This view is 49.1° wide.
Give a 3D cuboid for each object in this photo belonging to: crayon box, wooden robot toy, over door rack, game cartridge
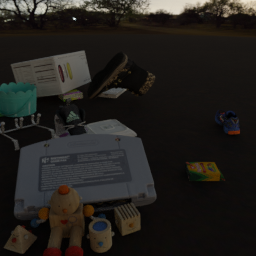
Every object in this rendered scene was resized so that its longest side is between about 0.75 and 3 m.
[{"bbox_3d":[1.931,1.085,7.028,0.890,0.226,0.565,0,23,0],"label":"crayon box"},{"bbox_3d":[-0.959,1.538,4.855,2.406,1.092,1.060,-3,23,-6],"label":"wooden robot toy"},{"bbox_3d":[-3.339,0.001,9.117,1.317,0.594,1.783,-19,29,-35],"label":"over door rack"},{"bbox_3d":[-0.948,0.949,6.223,2.825,0.572,1.883,-4,48,-10],"label":"game cartridge"}]

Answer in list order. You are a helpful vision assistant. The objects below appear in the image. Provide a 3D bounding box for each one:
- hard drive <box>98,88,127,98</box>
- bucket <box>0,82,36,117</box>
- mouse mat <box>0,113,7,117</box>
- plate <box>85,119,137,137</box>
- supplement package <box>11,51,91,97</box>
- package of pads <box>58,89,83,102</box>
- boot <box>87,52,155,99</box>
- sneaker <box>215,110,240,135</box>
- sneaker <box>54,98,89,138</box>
[{"bbox_3d":[-0.794,-1.827,13.880,1.041,0.211,1.578,7,24,17],"label":"hard drive"},{"bbox_3d":[-4.418,-1.146,11.156,1.617,1.052,1.617,2,22,-1],"label":"bucket"},{"bbox_3d":[-5.477,-0.640,11.303,1.611,0.061,1.296,-4,23,-11],"label":"mouse mat"},{"bbox_3d":[-0.711,0.066,9.394,1.537,0.248,1.534,-13,26,-28],"label":"plate"},{"bbox_3d":[-3.465,-2.560,13.212,2.258,1.607,2.899,-4,19,20],"label":"supplement package"},{"bbox_3d":[-2.680,-1.527,13.022,0.960,0.327,0.742,-14,27,-30],"label":"package of pads"},{"bbox_3d":[-0.345,-1.985,12.693,2.118,2.813,1.029,20,43,-35],"label":"boot"},{"bbox_3d":[3.537,-0.338,9.830,0.617,0.643,1.639,0,23,-4],"label":"sneaker"},{"bbox_3d":[-1.403,0.084,7.413,0.973,1.750,2.502,-16,28,-33],"label":"sneaker"}]
